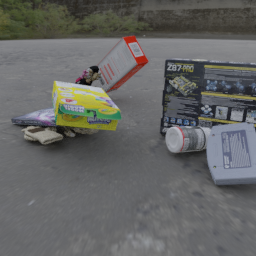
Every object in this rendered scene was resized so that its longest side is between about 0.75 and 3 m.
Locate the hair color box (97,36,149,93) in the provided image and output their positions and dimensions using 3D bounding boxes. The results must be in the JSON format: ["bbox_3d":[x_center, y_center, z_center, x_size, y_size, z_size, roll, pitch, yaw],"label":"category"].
[{"bbox_3d":[-0.300,-2.111,9.537,0.612,1.014,1.998,-25,-4,-42],"label":"hair color box"}]

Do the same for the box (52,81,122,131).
[{"bbox_3d":[-0.975,-0.494,6.162,1.264,0.521,2.154,6,18,-19],"label":"box"}]

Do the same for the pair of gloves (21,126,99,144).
[{"bbox_3d":[-1.685,0.075,6.848,1.354,0.279,1.592,13,23,43],"label":"pair of gloves"}]

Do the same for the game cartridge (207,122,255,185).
[{"bbox_3d":[1.895,0.449,5.079,0.893,0.274,1.342,-4,42,18],"label":"game cartridge"}]

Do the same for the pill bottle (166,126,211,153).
[{"bbox_3d":[1.332,0.231,5.964,0.949,0.541,0.541,-2,19,-28],"label":"pill bottle"}]

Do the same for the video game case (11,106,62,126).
[{"bbox_3d":[-1.944,-0.362,7.593,2.100,0.199,1.501,4,20,39],"label":"video game case"}]

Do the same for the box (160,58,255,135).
[{"bbox_3d":[1.924,-0.588,6.407,2.298,1.853,0.564,9,20,25],"label":"box"}]

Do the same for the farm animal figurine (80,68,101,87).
[{"bbox_3d":[-1.245,-1.439,9.092,0.492,0.978,0.790,8,21,42],"label":"farm animal figurine"}]

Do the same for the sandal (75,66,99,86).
[{"bbox_3d":[-1.528,-1.620,9.706,0.626,1.666,0.375,-19,67,-47],"label":"sandal"}]
